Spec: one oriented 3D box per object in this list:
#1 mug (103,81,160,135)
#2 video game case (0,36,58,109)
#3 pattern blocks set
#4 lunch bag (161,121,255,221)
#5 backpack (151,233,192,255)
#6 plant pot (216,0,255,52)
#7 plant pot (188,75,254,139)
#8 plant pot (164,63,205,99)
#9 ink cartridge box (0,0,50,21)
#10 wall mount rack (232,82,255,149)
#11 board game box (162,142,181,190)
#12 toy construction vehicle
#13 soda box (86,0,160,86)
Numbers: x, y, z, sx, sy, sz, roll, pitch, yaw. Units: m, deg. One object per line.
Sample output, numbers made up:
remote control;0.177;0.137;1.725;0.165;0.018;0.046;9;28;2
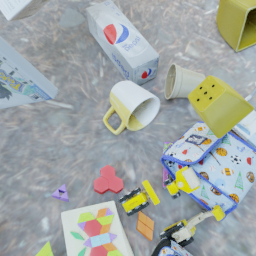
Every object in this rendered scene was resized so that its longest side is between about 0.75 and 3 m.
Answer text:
mug;-0.023;-0.634;7.484;1.381;1.106;1.134;-30;58;-22
video game case;-2.561;-1.030;4.589;1.962;2.152;0.237;-6;57;31
pattern blocks set;-0.638;2.410;5.962;2.599;0.240;2.957;-23;66;-25
lunch bag;1.949;0.819;6.547;1.924;1.191;1.635;39;57;21
backpack;0.949;2.922;5.446;1.162;0.940;1.220;31;96;-2
plant pot;3.682;-3.633;8.933;1.470;1.480;1.514;-25;53;-13
plant pot;1.711;-0.494;5.496;0.889;0.784;0.889;-45;39;17
plant pot;1.627;-1.245;7.913;0.935;1.021;1.021;8;61;-9
ink cartridge box;-2.111;-3.823;6.055;2.520;1.835;1.069;-23;19;29
wall mount rack;3.171;0.025;6.969;2.512;1.078;2.892;-33;66;-26
board game box;1.255;0.951;7.100;0.741;0.199;1.235;6;61;-1
toy construction vehicle;0.942;1.710;6.109;1.785;0.629;1.554;-36;81;17
soda box;-0.213;-2.626;8.584;0.906;0.975;2.857;-28;66;-14
